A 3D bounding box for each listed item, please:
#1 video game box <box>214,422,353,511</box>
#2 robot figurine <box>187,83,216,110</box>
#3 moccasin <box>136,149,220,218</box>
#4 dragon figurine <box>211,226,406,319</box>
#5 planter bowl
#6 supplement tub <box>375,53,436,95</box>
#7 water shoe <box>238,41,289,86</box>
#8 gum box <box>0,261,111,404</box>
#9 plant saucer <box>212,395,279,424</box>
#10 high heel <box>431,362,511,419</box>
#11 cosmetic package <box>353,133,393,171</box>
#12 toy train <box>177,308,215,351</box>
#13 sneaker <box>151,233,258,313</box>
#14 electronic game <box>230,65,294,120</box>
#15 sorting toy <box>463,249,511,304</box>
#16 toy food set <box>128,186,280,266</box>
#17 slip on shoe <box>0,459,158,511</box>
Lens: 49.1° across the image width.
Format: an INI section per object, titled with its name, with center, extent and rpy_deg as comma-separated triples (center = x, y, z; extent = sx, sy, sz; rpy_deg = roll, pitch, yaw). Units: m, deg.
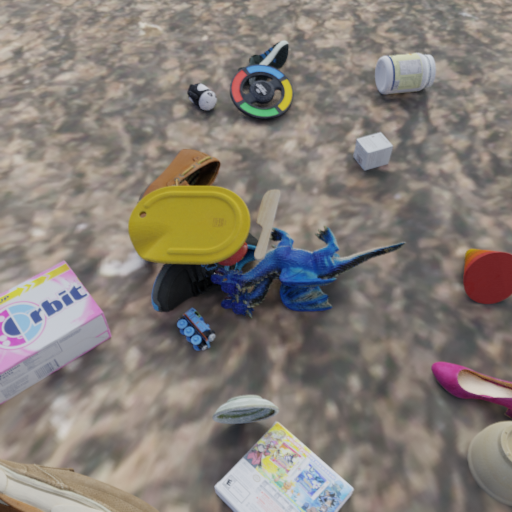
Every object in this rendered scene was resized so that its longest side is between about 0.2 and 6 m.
[video game box]
center = 0.380, 3.271, 7.803
extent = 1.444, 0.338, 1.316
rpy_deg = 36, 61, 26
[robot figurine]
center = -1.330, -3.910, 13.707
extent = 0.613, 0.509, 0.816
rpy_deg = -38, 59, -17
[moccasin]
center = -1.504, -1.056, 11.062
extent = 1.111, 1.053, 2.879
rpy_deg = 9, 41, 19
[dragon figurine]
center = 0.902, 0.369, 9.816
extent = 3.271, 0.963, 1.626
rpy_deg = 4, 51, 6
[planter bowl]
center = 3.676, 2.822, 7.897
extent = 1.148, 0.773, 1.148
rpy_deg = 0, 49, 0
[supplement tub]
center = 3.714, -4.555, 13.986
extent = 1.268, 0.920, 0.920
rpy_deg = -8, 50, -8
[water shoe]
center = 0.195, -5.122, 14.618
extent = 0.736, 0.667, 1.866
rpy_deg = 25, 54, 19
[gum box]
center = -3.821, 1.307, 9.124
extent = 2.434, 0.805, 1.381
rpy_deg = -32, 58, -24
[plant saucer]
center = -0.163, 2.238, 8.233
extent = 0.978, 0.978, 0.245
rpy_deg = -5, 61, -4
[high heel]
center = 3.528, 1.967, 8.601
extent = 1.626, 0.780, 0.548
rpy_deg = 32, 57, 24
[cosmetic package]
center = 2.566, -2.301, 12.347
extent = 0.629, 0.523, 0.527
rpy_deg = -18, 53, -15
[toy train]
center = -1.011, 1.255, 9.472
extent = 0.432, 0.328, 0.757
rpy_deg = -37, 59, -18
[sneaker]
center = -0.858, 0.224, 10.006
extent = 0.971, 0.868, 2.371
rpy_deg = 31, 57, 24
[electronic game]
center = 0.140, -3.991, 13.622
extent = 1.572, 0.327, 1.572
rpy_deg = 3, 70, -7
[sorting toy]
center = 5.172, 0.078, 10.267
extent = 3.153, 1.093, 1.086
rpy_deg = -5, 27, -2
[toy food set]
center = -0.876, -0.381, 9.710
extent = 2.546, 0.832, 1.498
rpy_deg = 2, 64, 8
[slip on shoe]
center = -2.798, 3.261, 7.395
extent = 3.263, 1.241, 0.989
rpy_deg = 11, 20, 16
